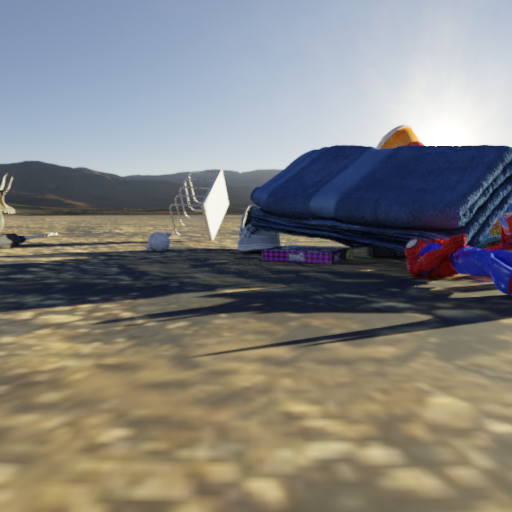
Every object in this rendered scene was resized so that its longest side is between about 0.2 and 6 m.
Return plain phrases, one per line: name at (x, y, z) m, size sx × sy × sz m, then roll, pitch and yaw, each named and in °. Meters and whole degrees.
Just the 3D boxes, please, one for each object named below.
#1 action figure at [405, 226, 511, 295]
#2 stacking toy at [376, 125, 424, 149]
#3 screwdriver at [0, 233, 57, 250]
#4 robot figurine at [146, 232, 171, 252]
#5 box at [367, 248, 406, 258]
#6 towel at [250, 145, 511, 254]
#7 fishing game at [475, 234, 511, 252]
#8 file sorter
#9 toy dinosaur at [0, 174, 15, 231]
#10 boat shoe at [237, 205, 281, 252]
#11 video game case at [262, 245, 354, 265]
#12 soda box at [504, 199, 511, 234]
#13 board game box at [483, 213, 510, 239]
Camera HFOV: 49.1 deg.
action figure at (2.657, 0.037, 6.665) m, size 0.964 × 0.762 × 2.948 m, roll -4°, pitch 4°, yaw -18°
stacking toy at (3.618, -1.973, 12.596) m, size 1.345 × 1.345 × 1.841 m, roll -5°, pitch 41°, yaw -46°
screwdriver at (-5.241, -0.435, 12.967) m, size 0.374 × 0.358 × 2.568 m, roll -29°, pitch 1°, yaw 17°
robot figurine at (-1.999, -0.288, 11.500) m, size 0.591 × 0.394 × 0.697 m, roll -41°, pitch 18°, yaw -15°
box at (2.504, -0.215, 10.396) m, size 0.791 × 0.453 × 0.869 m, roll -1°, pitch 5°, yaw 4°
towel at (2.091, -1.072, 9.874) m, size 2.476 × 1.076 × 4.435 m, roll -40°, pitch 32°, yaw -30°
fishing game at (4.641, -0.197, 9.122) m, size 2.275 × 0.494 × 3.177 m, roll -4°, pitch -7°, yaw -21°
file sorter at (-1.525, -1.409, 15.159) m, size 1.046 × 1.166 × 1.681 m, roll 4°, pitch 42°, yaw 14°
toy dinosaur at (-5.823, -0.603, 11.848) m, size 1.257 × 0.946 × 2.458 m, roll -26°, pitch -14°, yaw -43°
boat shoe at (0.033, -0.546, 11.794) m, size 0.877 × 0.763 × 2.379 m, roll -1°, pitch 13°, yaw -4°
video game case at (0.908, -0.034, 9.656) m, size 1.256 × 0.225 × 1.138 m, roll 3°, pitch 6°, yaw 27°
soda box at (4.897, -0.732, 12.001) m, size 3.482 × 1.179 × 1.115 m, roll 5°, pitch 7°, yaw 42°
board game box at (4.311, -0.665, 10.996) m, size 0.975 × 0.975 × 0.974 m, roll -17°, pitch -5°, yaw 32°
